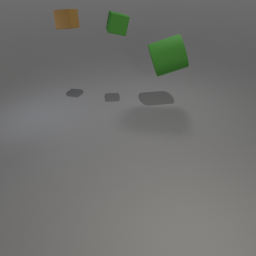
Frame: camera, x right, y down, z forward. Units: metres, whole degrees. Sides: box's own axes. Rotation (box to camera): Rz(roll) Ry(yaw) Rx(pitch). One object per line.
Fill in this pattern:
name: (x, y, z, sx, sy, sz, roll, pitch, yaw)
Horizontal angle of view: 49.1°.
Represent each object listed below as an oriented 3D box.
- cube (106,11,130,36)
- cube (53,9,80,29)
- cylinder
cube: (-0.402, -3.958, 10.603, 0.700, 0.700, 0.700, 6, 28, -16)
cube: (-2.411, -4.283, 11.015, 0.700, 0.700, 0.700, 4, 24, 20)
cylinder: (1.707, -3.067, 11.898, 1.400, 1.400, 1.400, -17, 29, 10)
